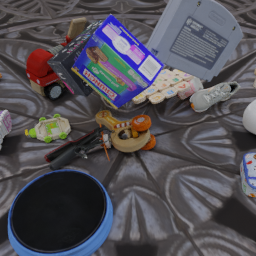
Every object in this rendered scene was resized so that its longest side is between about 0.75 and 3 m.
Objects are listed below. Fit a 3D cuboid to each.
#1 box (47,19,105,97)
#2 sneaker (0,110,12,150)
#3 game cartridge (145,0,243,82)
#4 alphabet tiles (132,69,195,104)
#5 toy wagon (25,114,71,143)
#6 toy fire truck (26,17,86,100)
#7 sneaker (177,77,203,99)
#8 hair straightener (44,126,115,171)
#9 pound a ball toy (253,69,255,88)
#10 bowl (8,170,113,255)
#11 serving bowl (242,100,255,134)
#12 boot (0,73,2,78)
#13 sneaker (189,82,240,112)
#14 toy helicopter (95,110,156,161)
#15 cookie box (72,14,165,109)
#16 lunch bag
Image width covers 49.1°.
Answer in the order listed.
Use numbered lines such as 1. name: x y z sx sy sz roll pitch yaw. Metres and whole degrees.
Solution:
1. box: -1.197 -2.286 9.069 2.273 1.389 1.205 -46 33 -18
2. sneaker: -4.521 0.109 9.272 0.866 0.788 1.958 -1 42 4
3. game cartridge: 1.956 -2.504 7.841 2.988 1.990 0.621 9 26 -42
4. alphabet tiles: 1.271 -1.742 11.066 2.581 0.188 2.525 -24 30 -2
5. toy wagon: -2.775 0.053 9.687 1.490 0.295 1.156 -15 43 -16
6. toy fire truck: -2.590 -2.881 10.996 1.910 2.969 2.613 32 50 32
7. sneaker: 2.451 -1.647 11.341 0.909 0.655 1.739 -25 4 28
8. hair straightener: -1.360 0.661 8.588 2.311 0.473 0.889 -27 48 -14
9. pound a ball toy: 6.254 -2.141 11.786 1.973 0.838 1.287 26 47 26
10. bowl: -1.713 2.138 7.127 2.632 0.517 2.632 0 41 0
11. serving bowl: 5.162 -0.584 9.527 2.379 0.783 2.379 -11 27 6
12. boot: -6.401 -2.403 12.244 1.237 0.611 1.594 -34 53 -31
13. sneaker: 3.280 -1.302 10.534 2.138 0.983 0.809 -25 84 -24
14. toy helicopter: -0.418 0.085 9.381 1.716 1.023 2.595 -32 39 -20
15. cookie box: -0.363 -1.580 7.339 1.792 2.095 0.787 41 65 -11
16. lunch bag: 4.114 1.410 7.870 1.754 0.663 1.405 6 43 8
